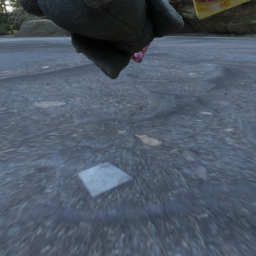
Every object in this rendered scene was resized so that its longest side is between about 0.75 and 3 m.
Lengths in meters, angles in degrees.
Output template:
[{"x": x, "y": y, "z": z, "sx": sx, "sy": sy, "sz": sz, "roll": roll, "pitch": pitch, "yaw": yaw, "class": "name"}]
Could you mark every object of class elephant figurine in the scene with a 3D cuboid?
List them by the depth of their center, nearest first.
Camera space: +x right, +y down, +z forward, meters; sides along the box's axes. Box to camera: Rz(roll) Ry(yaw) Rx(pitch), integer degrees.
[{"x": -0.094, "y": -1.808, "z": 4.499, "sx": 1.940, "sy": 2.128, "sz": 2.742, "roll": -1, "pitch": -22, "yaw": 34, "class": "elephant figurine"}]

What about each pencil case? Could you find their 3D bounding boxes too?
[{"x": 0.534, "y": -2.986, "z": 10.401, "sx": 0.493, "sy": 1.139, "sz": 0.472, "roll": 12, "pitch": -21, "yaw": 46, "class": "pencil case"}]

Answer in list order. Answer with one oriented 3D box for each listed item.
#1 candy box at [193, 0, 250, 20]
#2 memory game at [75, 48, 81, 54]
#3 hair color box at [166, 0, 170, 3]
[{"x": 2.333, "y": -3.275, "z": 5.697, "sx": 2.179, "sy": 1.271, "sz": 0.615, "roll": -15, "pitch": 40, "yaw": 16, "class": "candy box"}, {"x": -0.533, "y": -2.765, "z": 6.976, "sx": 0.149, "sy": 2.333, "sz": 2.333, "roll": 43, "pitch": 27, "yaw": -2, "class": "memory game"}, {"x": 0.838, "y": -3.928, "z": 8.199, "sx": 0.768, "sy": 1.536, "sz": 0.465, "roll": 5, "pitch": 52, "yaw": -19, "class": "hair color box"}]
